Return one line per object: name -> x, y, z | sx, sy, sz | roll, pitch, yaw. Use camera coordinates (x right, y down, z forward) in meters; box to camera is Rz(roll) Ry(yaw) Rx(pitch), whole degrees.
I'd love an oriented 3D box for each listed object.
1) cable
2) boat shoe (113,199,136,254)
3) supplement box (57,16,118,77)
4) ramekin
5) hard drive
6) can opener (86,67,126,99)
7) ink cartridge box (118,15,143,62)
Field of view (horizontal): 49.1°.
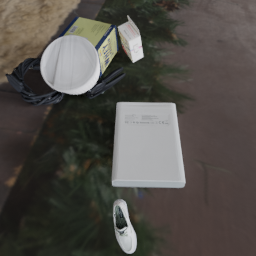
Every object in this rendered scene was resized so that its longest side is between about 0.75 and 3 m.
cable -> -2.724, -1.497, 8.996 | 2.131, 0.541, 1.738 | 38, 51, 23
boat shoe -> -0.124, 2.003, 5.594 | 0.403, 0.366, 1.097 | -18, 86, 11
supplement box -> -1.373, -2.785, 9.568 | 1.561, 1.049, 1.563 | 18, 59, 15
ramekin -> -1.590, -1.748, 8.116 | 1.696, 0.790, 1.696 | -2, 80, 9
hard drive -> 0.504, 0.337, 7.442 | 1.724, 0.343, 2.615 | 1, 50, 0
can opener -> -0.682, -1.413, 8.854 | 1.575, 0.499, 0.619 | -35, 40, -29
ink cartridge box -> 0.079, -3.007, 9.529 | 0.469, 1.390, 0.810 | -29, 65, -5
